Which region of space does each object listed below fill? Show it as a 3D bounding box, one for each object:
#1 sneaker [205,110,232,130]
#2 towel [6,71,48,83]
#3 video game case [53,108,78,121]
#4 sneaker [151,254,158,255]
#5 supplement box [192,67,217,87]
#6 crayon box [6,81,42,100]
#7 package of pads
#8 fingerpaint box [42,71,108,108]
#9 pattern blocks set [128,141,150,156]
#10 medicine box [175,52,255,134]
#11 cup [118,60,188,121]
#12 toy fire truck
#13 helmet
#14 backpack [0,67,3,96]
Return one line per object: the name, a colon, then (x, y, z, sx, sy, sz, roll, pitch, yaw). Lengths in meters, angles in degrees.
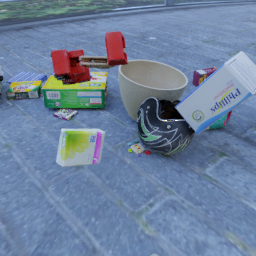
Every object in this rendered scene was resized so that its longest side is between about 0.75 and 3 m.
sneaker: (3.680, -0.683, 11.659, 1.190, 0.824, 1.971, -1, 42, 7)
towel: (-5.463, -2.648, 15.231, 1.813, 0.216, 1.312, 11, 38, 18)
video game case: (-2.726, -0.621, 12.207, 0.794, 0.142, 0.719, 18, 36, 25)
sneaker: (0.101, 3.261, 5.961, 1.602, 0.709, 0.593, -30, 46, -35)
supplement box: (4.118, -2.670, 14.718, 1.338, 0.739, 0.573, -14, 36, -20)
crayon box: (-5.077, -1.890, 13.836, 1.460, 0.426, 1.260, -4, 34, -6)
package of pads: (-1.225, 0.508, 7.301, 1.218, 0.941, 0.415, 1, 15, -42)
fingerpaint box: (-2.355, -1.822, 13.150, 2.726, 1.000, 2.274, 0, 30, -2)
pattern blocks set: (0.369, 0.756, 10.229, 0.766, 0.071, 0.872, -9, 35, -14)
medicine box: (2.897, -1.126, 8.729, 1.155, 2.044, 2.244, 50, 39, 5)
cup: (0.858, -1.358, 11.508, 2.755, 1.970, 2.755, 7, 34, -5)
toy fire truck: (-0.963, -1.635, 7.062, 1.792, 0.619, 2.541, -8, 1, -3)
helmet: (1.306, -0.009, 9.648, 2.007, 2.007, 1.913, -13, 60, -18)
backpack: (-6.999, -2.241, 13.160, 2.342, 1.777, 2.807, 5, 31, -18)
